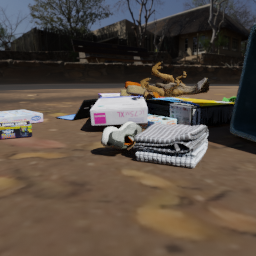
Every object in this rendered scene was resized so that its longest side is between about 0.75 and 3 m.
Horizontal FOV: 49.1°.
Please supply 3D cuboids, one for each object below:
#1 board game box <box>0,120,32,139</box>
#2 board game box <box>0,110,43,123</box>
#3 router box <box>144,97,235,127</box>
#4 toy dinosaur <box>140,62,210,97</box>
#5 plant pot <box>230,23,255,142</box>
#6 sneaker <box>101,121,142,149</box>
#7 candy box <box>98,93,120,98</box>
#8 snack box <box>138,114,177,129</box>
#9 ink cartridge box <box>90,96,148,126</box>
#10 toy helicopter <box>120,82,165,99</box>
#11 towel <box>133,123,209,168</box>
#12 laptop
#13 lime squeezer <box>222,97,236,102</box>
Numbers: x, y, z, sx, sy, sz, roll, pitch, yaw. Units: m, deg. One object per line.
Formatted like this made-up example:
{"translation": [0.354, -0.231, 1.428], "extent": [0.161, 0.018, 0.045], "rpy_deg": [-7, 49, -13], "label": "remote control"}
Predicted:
{"translation": [-2.997, 0.042, 7.000], "extent": [1.094, 0.310, 0.905], "rpy_deg": [-4, 10, -21], "label": "board game box"}
{"translation": [-3.694, -0.333, 8.975], "extent": [1.405, 0.290, 1.409], "rpy_deg": [-10, 15, -42], "label": "board game box"}
{"translation": [1.889, -0.576, 9.154], "extent": [2.021, 0.692, 2.710], "rpy_deg": [-6, 13, -30], "label": "router box"}
{"translation": [1.053, -1.220, 8.632], "extent": [1.556, 0.885, 2.930], "rpy_deg": [30, -12, -37], "label": "toy dinosaur"}
{"translation": [4.188, -0.779, 5.757], "extent": [2.669, 2.620, 2.613], "rpy_deg": [7, 9, -10], "label": "plant pot"}
{"translation": [-0.017, 0.189, 5.557], "extent": [0.507, 0.472, 1.278], "rpy_deg": [20, 18, 24], "label": "sneaker"}
{"translation": [-0.775, -1.435, 14.067], "extent": [1.280, 0.546, 1.526], "rpy_deg": [-2, 11, -13], "label": "candy box"}
{"translation": [0.627, -0.202, 8.340], "extent": [0.867, 0.277, 1.492], "rpy_deg": [-8, 13, -35], "label": "snack box"}
{"translation": [-0.226, -0.585, 8.372], "extent": [1.493, 0.525, 2.502], "rpy_deg": [-2, 16, 1], "label": "ink cartridge box"}
{"translation": [0.561, -1.204, 10.611], "extent": [1.852, 1.105, 2.801], "rpy_deg": [11, 1, 9], "label": "toy helicopter"}
{"translation": [0.836, 0.239, 5.237], "extent": [1.118, 0.578, 1.350], "rpy_deg": [5, 12, 26], "label": "towel"}
{"translation": [-1.609, -0.702, 9.761], "extent": [0.707, 1.370, 1.214], "rpy_deg": [46, 31, 17], "label": "laptop"}
{"translation": [4.487, -0.952, 12.146], "extent": [2.959, 0.558, 1.045], "rpy_deg": [-4, 42, -24], "label": "lime squeezer"}
